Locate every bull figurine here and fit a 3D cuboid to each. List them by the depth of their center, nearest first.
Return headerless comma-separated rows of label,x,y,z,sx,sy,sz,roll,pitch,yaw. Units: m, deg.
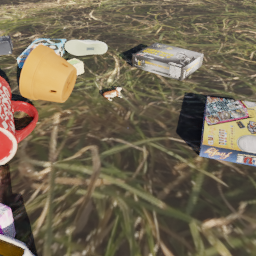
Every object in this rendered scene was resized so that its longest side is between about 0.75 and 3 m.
bull figurine,-0.542,-1.343,10.992,0.866,0.282,0.526,-24,43,-30

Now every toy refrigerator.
toy refrigerator,-2.832,-2.556,12.394,1.697,0.594,0.644,-30,46,-34

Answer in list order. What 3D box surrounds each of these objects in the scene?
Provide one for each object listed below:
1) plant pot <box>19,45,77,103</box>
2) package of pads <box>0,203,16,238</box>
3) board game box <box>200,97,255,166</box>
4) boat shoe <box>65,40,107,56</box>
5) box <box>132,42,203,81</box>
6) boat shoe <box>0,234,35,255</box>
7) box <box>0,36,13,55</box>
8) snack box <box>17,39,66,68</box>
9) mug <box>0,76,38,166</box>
plant pot,-2.846,-1.842,10.440,1.442,2.061,2.061,23,38,1
package of pads,-2.705,1.971,5.894,0.551,0.914,0.346,19,36,18
board game box,3.384,-0.008,8.969,1.924,0.491,2.840,10,38,13
boat shoe,-2.150,-4.205,14.655,2.203,0.768,0.784,3,22,2
box,1.873,-3.201,13.227,2.677,0.647,2.120,24,43,29
boat shoe,-3.052,2.288,5.409,2.743,0.958,0.972,12,38,16
box,-6.757,-4.369,14.842,1.107,0.661,1.126,-10,39,-13
snack box,-4.238,-3.798,14.154,1.667,0.532,2.869,2,36,2
mug,-4.004,-0.363,8.368,2.479,1.863,2.793,-18,43,-17
